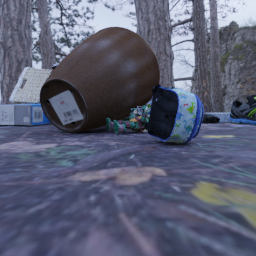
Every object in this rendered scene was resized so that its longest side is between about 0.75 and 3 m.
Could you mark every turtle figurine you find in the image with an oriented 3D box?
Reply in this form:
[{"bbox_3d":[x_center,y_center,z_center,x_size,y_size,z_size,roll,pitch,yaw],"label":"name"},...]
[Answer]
[{"bbox_3d":[0.218,-0.225,7.010,1.419,0.714,1.062,-18,-1,-25],"label":"turtle figurine"}]

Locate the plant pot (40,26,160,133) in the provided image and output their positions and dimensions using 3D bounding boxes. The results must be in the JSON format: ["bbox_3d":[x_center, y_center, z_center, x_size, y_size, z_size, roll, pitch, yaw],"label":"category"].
[{"bbox_3d":[-0.905,-1.133,7.771,2.786,2.786,2.981,2,27,26],"label":"plant pot"}]

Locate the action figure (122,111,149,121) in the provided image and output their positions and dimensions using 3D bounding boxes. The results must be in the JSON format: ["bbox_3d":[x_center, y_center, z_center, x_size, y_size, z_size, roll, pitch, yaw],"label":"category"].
[{"bbox_3d":[0.156,-0.359,10.103,2.334,0.638,1.379,2,0,-18],"label":"action figure"}]

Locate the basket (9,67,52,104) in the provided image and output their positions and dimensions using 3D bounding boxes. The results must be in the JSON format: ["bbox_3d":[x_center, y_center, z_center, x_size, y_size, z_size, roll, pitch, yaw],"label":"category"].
[{"bbox_3d":[-3.862,-1.460,12.513,1.516,1.868,1.885,4,-27,22],"label":"basket"}]

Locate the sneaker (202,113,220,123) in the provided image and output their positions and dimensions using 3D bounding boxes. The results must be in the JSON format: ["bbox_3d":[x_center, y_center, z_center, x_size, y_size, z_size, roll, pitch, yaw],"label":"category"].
[{"bbox_3d":[3.418,-0.390,11.766,1.182,0.449,0.536,-8,17,-39],"label":"sneaker"}]

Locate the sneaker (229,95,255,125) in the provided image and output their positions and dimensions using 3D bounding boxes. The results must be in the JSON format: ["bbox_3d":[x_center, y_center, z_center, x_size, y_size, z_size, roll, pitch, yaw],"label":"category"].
[{"bbox_3d":[4.973,-0.703,10.668,0.989,1.156,2.789,-3,5,-25],"label":"sneaker"}]

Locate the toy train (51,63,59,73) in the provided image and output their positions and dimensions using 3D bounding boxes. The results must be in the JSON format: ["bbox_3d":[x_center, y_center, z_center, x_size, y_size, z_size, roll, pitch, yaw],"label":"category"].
[{"bbox_3d":[-2.361,-1.401,11.574,1.125,2.639,1.504,-27,21,-25],"label":"toy train"}]

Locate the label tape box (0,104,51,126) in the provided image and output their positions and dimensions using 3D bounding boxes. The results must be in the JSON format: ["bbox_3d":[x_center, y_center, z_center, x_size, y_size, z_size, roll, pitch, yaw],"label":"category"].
[{"bbox_3d":[-4.380,-0.517,10.585,2.490,0.788,1.796,1,4,9],"label":"label tape box"}]

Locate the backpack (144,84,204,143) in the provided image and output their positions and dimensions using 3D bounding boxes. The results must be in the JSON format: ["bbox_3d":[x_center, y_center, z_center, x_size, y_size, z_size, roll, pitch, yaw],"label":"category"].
[{"bbox_3d":[0.846,-0.213,4.839,0.771,0.959,1.049,8,9,-17],"label":"backpack"}]

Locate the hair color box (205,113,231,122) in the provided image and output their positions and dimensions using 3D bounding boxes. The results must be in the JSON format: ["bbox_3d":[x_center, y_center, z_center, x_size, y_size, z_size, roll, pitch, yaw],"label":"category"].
[{"bbox_3d":[4.221,-0.470,12.683,1.418,0.430,0.702,0,4,5],"label":"hair color box"}]

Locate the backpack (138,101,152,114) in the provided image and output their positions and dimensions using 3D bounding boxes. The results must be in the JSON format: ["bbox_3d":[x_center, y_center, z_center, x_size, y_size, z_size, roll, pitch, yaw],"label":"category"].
[{"bbox_3d":[1.182,-1.149,13.020,2.094,1.973,2.566,36,44,30],"label":"backpack"}]
